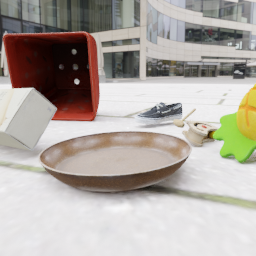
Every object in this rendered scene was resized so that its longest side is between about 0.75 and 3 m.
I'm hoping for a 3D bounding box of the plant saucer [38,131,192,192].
[{"bbox_3d":[-0.175,0.448,4.282,2.258,0.362,2.258,-4,13,1],"label":"plant saucer"}]

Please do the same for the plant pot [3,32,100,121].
[{"bbox_3d":[-2.194,-1.908,9.661,2.695,2.698,2.377,2,21,10],"label":"plant pot"}]

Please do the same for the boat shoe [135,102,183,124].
[{"bbox_3d":[0.931,-0.477,8.190,1.674,0.567,0.600,-8,20,-28],"label":"boat shoe"}]

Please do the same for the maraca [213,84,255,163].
[{"bbox_3d":[2.392,-0.205,4.772,2.042,1.093,1.400,-37,30,26],"label":"maraca"}]

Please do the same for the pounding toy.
[{"bbox_3d":[1.548,-0.014,5.947,1.095,0.628,0.626,2,27,-34],"label":"pounding toy"}]

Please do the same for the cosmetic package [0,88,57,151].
[{"bbox_3d":[-2.401,-0.207,5.483,1.881,0.974,0.687,3,-31,38],"label":"cosmetic package"}]
